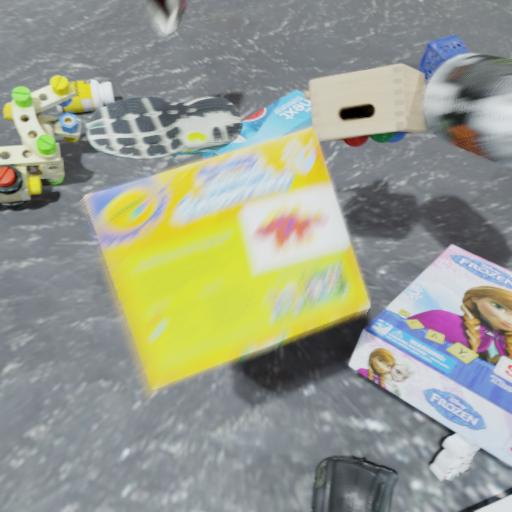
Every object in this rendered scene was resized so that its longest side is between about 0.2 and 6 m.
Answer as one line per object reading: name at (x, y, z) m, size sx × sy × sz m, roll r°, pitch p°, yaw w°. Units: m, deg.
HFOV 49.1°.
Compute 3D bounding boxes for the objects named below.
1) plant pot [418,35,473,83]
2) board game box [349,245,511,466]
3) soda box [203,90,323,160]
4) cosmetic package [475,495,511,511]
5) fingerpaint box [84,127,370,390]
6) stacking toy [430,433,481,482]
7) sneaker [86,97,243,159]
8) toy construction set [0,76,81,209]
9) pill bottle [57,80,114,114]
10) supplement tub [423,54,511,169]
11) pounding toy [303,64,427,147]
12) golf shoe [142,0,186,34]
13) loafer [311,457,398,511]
plant pot at (4.331, -4.347, 12.723) m, size 0.899 × 0.899 × 0.808 m, roll -22°, pitch 58°, yaw -19°
board game box at (3.266, 1.247, 6.946) m, size 3.149 × 0.648 × 3.141 m, roll 29°, pitch 34°, yaw 24°
soda box at (0.227, -2.170, 10.674) m, size 0.890 × 0.842 × 2.625 m, roll 34°, pitch 55°, yaw 28°
cosmetic package at (2.419, 3.396, 5.688) m, size 1.807 × 0.467 × 1.363 m, roll -15°, pitch 46°, yaw -15°
fingerpaint box at (-0.242, -0.016, 4.827) m, size 1.952 × 0.716 × 1.628 m, roll -20°, pitch 94°, yaw -12°
stacking toy at (3.405, 2.594, 6.013) m, size 2.545 × 0.598 × 1.919 m, roll -6°, pitch 35°, yaw -29°
sneaker at (-1.171, -1.533, 7.301) m, size 2.086 × 0.831 × 0.808 m, roll -9°, pitch 78°, yaw -31°
toy construction set at (-4.834, -1.889, 9.898) m, size 3.447 × 1.588 × 2.260 m, roll -12°, pitch 71°, yaw -1°
pill bottle at (-3.666, -3.416, 11.983) m, size 1.157 × 0.644 × 0.644 m, roll -9°, pitch 47°, yaw -9°
supplement tub at (2.639, -1.539, 5.959) m, size 1.043 × 1.043 × 1.703 m, roll -12°, pitch 27°, yaw -11°
pounding toy at (1.318, -1.782, 7.069) m, size 1.551 × 0.808 × 1.766 m, roll -1°, pitch 9°, yaw 29°
golf shoe at (-1.596, -4.420, 8.592) m, size 0.758 × 1.964 × 0.865 m, roll -14°, pitch 50°, yaw 14°
loafer at (0.965, 3.322, 5.403) m, size 1.003 × 0.970 × 2.857 m, roll 1°, pitch 43°, yaw 12°
